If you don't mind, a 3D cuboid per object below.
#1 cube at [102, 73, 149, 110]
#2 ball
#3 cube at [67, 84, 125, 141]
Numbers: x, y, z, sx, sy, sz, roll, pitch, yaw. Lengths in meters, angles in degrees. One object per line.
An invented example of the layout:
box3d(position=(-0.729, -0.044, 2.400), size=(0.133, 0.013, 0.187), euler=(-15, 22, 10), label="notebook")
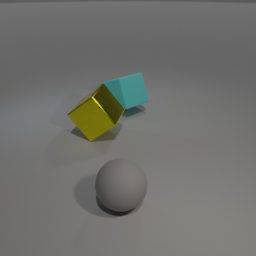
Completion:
box3d(position=(-0.121, -1.679, 13.124), size=(1.400, 1.400, 1.400), euler=(-22, 13, -35), label="cube")
box3d(position=(-0.175, 1.505, 7.485), size=(1.400, 1.400, 1.400), euler=(0, 28, 0), label="ball")
box3d(position=(-1.207, -0.618, 10.957), size=(1.400, 1.400, 1.400), euler=(-32, 16, 28), label="cube")
